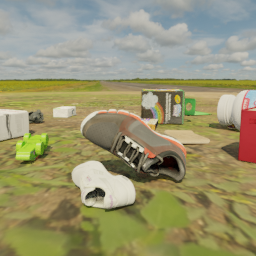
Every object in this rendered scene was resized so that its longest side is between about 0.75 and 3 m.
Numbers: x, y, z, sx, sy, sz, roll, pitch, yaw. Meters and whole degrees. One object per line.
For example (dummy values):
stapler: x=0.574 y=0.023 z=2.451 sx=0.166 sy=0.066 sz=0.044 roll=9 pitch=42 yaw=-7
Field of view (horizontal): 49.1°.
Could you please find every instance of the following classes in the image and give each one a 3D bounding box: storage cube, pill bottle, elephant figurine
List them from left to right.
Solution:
elephant figurine: x=-4.471 y=-0.462 z=13.026 sx=0.968 sy=0.751 sz=0.685 roll=-8 pitch=51 yaw=15
pill bottle: x=5.030 y=-0.605 z=10.515 sx=2.991 sy=1.626 sz=1.626 roll=6 pitch=11 yaw=39
storage cube: x=3.550 y=0.177 z=6.855 sx=1.233 sy=1.296 sz=1.442 roll=9 pitch=14 yaw=42

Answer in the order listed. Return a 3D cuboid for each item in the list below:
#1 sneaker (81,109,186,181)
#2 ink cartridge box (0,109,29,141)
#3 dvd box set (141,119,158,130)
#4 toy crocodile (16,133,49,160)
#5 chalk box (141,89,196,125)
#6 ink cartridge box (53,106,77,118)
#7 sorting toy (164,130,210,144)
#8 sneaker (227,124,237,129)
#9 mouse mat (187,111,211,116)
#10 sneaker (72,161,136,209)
sneaker: x=0.187 y=0.365 z=5.284 sx=2.258 sy=0.870 sz=0.925 roll=19 pitch=27 yaw=-12
ink cartridge box: x=-4.691 y=-0.070 z=9.456 sx=1.579 sy=0.891 sz=2.151 roll=5 pitch=11 yaw=27
dvd box set: x=0.248 y=-0.184 z=11.956 sx=1.994 sy=0.293 sz=1.459 roll=2 pitch=10 yaw=10
toy crocodile: x=-2.481 y=0.514 z=7.363 sx=0.619 sy=0.566 sz=1.834 roll=0 pitch=14 yaw=-6
chalk box: x=1.882 y=-1.031 z=13.208 sx=2.519 sy=1.572 sz=1.561 roll=2 pitch=10 yaw=4
ink cartridge box: x=-3.470 y=-0.921 z=15.644 sx=0.871 sy=0.501 sz=1.488 roll=2 pitch=10 yaw=11
sorting toy: x=1.658 y=0.324 z=9.120 sx=1.632 sy=0.240 sz=1.206 roll=1 pitch=14 yaw=-16
sneaker: x=4.452 y=-0.154 z=11.575 sx=0.796 sy=0.359 sz=0.298 roll=-2 pitch=10 yaw=-11
mouse mat: x=3.775 y=-0.902 z=16.879 sx=1.704 sy=0.080 sz=2.117 roll=-4 pitch=12 yaw=-22
sneaker: x=-0.583 y=0.926 z=4.651 sx=0.736 sy=0.553 sz=1.477 roll=-10 pitch=13 yaw=-43
